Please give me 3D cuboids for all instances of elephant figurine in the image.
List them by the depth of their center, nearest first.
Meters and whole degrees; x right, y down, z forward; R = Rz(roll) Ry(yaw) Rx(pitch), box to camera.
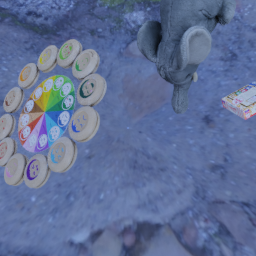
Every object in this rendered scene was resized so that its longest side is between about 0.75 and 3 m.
[{"bbox_3d":[1.217,-1.922,6.505,2.098,1.913,2.704,25,88,-10],"label":"elephant figurine"}]

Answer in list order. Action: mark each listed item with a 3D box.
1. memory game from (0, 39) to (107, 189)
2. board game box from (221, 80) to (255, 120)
[{"bbox_3d":[-1.606,-0.347,5.251,2.983,0.190,2.983,-15,63,31],"label":"memory game"},{"bbox_3d":[2.090,-0.508,4.675,0.815,0.189,0.617,-27,29,-3],"label":"board game box"}]
